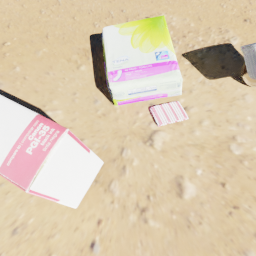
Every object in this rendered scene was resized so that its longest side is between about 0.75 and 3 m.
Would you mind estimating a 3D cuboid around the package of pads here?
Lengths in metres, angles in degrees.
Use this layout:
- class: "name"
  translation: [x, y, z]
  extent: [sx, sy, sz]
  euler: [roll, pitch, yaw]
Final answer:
- class: "package of pads"
  translation: [0.302, -1.948, 8.012]
  extent: [1.995, 0.881, 2.582]
  euler: [-9, 59, 3]

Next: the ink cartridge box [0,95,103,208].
- class: "ink cartridge box"
  translation: [-2.208, 0.294, 5.612]
  extent: [2.885, 2.113, 1.194]
  euler: [25, 76, 21]

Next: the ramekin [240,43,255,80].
- class: "ramekin"
  translation: [3.776, -1.787, 6.837]
  extent: [1.826, 0.890, 1.826]
  euler: [-14, 10, 3]

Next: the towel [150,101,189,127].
- class: "towel"
  translation: [1.106, -0.391, 7.563]
  extent: [0.894, 0.134, 0.654]
  euler: [-13, 56, -13]

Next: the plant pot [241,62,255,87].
- class: "plant pot"
  translation: [3.748, -1.698, 8.118]
  extent: [0.967, 0.967, 0.446]
  euler: [4, 25, 3]
